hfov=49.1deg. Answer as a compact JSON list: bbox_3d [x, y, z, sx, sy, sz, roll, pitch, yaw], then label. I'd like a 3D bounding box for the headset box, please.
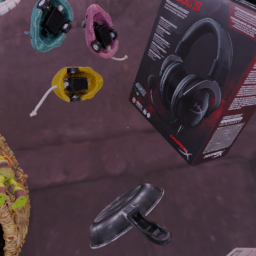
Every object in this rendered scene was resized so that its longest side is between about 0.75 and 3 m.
[{"bbox_3d":[1.241,-1.045,4.565,1.023,2.649,1.971,-10,45,-35],"label":"headset box"}]

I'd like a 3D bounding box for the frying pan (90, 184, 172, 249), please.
[{"bbox_3d":[-0.119,1.540,4.546,1.632,2.698,0.439,-37,88,5],"label":"frying pan"}]

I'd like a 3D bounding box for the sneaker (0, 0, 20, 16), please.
[{"bbox_3d":[-2.608,-2.225,4.580,0.858,1.008,2.211,4,46,22],"label":"sneaker"}]

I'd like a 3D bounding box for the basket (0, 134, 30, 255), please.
[{"bbox_3d":[-2.818,1.570,4.144,2.130,2.984,2.223,0,27,3],"label":"basket"}]

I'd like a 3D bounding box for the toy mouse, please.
[{"bbox_3d":[-0.995,-1.716,5.180,0.515,2.366,2.662,9,24,39],"label":"toy mouse"}]

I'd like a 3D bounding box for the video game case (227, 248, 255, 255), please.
[{"bbox_3d":[1.918,2.049,4.029,1.126,1.573,0.142,-15,79,-37],"label":"video game case"}]

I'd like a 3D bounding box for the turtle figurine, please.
[{"bbox_3d":[-1.427,0.573,3.295,0.314,0.977,0.787,-42,51,1],"label":"turtle figurine"}]
